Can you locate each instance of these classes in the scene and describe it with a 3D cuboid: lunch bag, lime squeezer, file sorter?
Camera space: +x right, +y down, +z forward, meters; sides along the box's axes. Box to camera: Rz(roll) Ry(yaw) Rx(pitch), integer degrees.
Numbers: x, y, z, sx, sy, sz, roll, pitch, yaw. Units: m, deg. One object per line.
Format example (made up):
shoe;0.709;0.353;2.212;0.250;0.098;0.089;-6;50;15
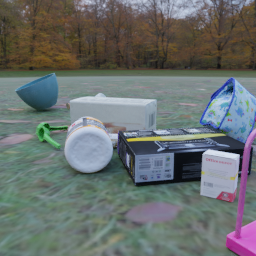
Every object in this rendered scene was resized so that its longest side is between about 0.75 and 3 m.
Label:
lunch bag;2.842;-0.441;7.639;1.252;1.473;0.939;29;-2;-32
lime squeezer;-2.351;0.202;8.401;0.863;0.461;2.445;29;6;-13
file sorter;2.555;0.866;2.750;1.682;1.518;2.420;-8;15;-32

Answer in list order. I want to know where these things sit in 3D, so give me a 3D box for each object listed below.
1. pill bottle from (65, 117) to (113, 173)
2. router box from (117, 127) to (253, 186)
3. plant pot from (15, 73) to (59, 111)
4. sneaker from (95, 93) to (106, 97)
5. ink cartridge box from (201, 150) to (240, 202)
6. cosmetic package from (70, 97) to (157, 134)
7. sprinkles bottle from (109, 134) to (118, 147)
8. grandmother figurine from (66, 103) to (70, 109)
pill bottle;-0.917;0.288;6.427;0.995;0.995;1.709;-2;14;-9
router box;1.103;0.511;6.216;2.438;0.637;1.917;-3;13;-11
plant pot;-4.115;-1.593;13.309;1.967;1.325;1.967;-19;20;7
sneaker;-1.200;-0.978;12.938;0.744;0.750;2.070;31;14;-24
ink cartridge box;1.556;0.794;4.744;0.550;0.758;0.316;8;15;31
cosmetic package;-0.446;-0.373;9.029;2.532;1.105;1.309;6;15;21
sprinkles bottle;-0.287;0.342;7.523;1.128;0.385;0.385;1;13;6
grandmother figurine;-2.383;-1.218;14.260;0.877;0.438;1.447;20;25;33
